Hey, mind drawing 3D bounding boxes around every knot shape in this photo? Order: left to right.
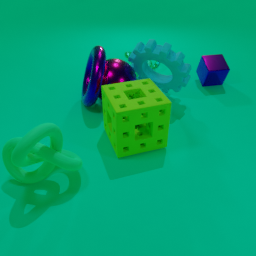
[{"bbox_3d":[-1.918,0.604,5.852,1.571,1.679,0.776,-19,58,17],"label":"knot shape"},{"bbox_3d":[0.433,-2.431,10.185,1.280,0.632,1.368,34,69,16],"label":"knot shape"}]

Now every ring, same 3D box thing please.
[{"bbox_3d":[-1.043,-1.542,8.385,0.368,1.840,1.840,10,33,-18],"label":"ring"}]

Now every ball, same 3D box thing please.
[{"bbox_3d":[-0.415,-1.409,8.510,1.380,1.380,1.380,0,36,0],"label":"ball"}]

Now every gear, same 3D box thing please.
[{"bbox_3d":[0.951,-1.824,8.523,1.914,1.914,0.354,18,66,23],"label":"gear"}]

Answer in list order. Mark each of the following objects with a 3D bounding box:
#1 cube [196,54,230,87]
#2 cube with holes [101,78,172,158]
[{"bbox_3d":[2.906,-1.985,9.652,0.768,0.768,0.768,-6,57,-9],"label":"cube"},{"bbox_3d":[0.160,-0.285,6.986,1.302,1.302,1.302,-11,38,-15],"label":"cube with holes"}]
